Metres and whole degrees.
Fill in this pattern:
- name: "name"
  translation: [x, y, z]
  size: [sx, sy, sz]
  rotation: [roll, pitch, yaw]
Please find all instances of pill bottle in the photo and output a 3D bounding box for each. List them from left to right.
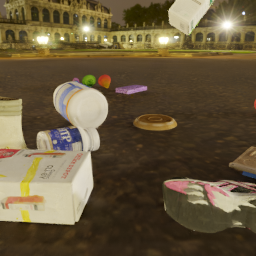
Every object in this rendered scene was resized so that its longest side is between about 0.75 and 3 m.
- name: "pill bottle"
  translation: [-1.515, 0.396, 7.216]
  size: [1.437, 0.860, 0.860]
  rotation: [-11, 21, -32]
- name: "pill bottle"
  translation: [-1.905, -0.934, 10.407]
  size: [1.450, 1.450, 2.588]
  rotation: [-9, 20, -27]

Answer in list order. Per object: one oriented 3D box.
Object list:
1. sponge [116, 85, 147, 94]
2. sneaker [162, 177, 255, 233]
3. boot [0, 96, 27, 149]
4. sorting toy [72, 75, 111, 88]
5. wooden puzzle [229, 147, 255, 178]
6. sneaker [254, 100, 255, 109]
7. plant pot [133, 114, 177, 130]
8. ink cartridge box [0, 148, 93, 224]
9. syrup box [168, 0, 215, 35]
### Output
- name: "sponge"
  translation: [0.218, -2.319, 16.736]
  size: [0.996, 0.266, 1.785]
  rotation: [15, 23, 40]
- name: "sneaker"
  translation: [1.615, 1.267, 4.836]
  size: [2.126, 0.854, 0.918]
  rotation: [12, 11, 3]
- name: "boot"
  translation: [-3.547, 0.115, 6.517]
  size: [2.330, 1.802, 0.840]
  rotation: [-1, 18, -2]
- name: "sorting toy"
  translation: [-2.224, -2.780, 17.741]
  size: [2.534, 0.879, 0.873]
  rotation: [-4, 42, -20]
- name: "wooden puzzle"
  translation: [3.363, 0.938, 6.345]
  size: [1.623, 0.406, 1.752]
  rotation: [15, 19, 39]
- name: "sneaker"
  translation: [6.305, -0.846, 11.239]
  size: [2.226, 0.787, 1.087]
  rotation: [4, 17, 20]
- name: "plant pot"
  translation: [0.998, -0.257, 10.331]
  size: [1.610, 0.221, 1.610]
  rotation: [0, 17, 0]
- name: "ink cartridge box"
  translation: [-1.765, 1.019, 5.294]
  size: [1.961, 0.818, 1.424]
  rotation: [2, 18, 5]
- name: "syrup box"
  translation: [1.185, -2.205, 4.764]
  size: [0.445, 1.094, 0.431]
  rotation: [38, 0, 14]
